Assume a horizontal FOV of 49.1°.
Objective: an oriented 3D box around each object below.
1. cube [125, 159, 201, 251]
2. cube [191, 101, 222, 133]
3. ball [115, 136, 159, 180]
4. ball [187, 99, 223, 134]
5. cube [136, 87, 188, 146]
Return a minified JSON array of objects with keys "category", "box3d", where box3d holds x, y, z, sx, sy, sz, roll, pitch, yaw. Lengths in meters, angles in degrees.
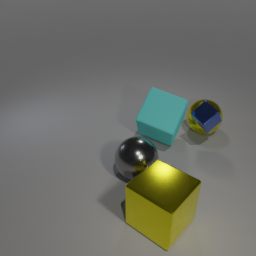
[{"category":"cube","box3d":[0.892,1.948,7.340,1.400,1.400,1.400,24,39,33]},{"category":"cube","box3d":[2.788,-0.390,9.939,0.700,0.700,0.700,-41,53,3]},{"category":"ball","box3d":[0.277,0.965,8.904,1.400,1.400,1.400,0,32,0]},{"category":"ball","box3d":[3.055,-0.447,11.188,1.400,1.400,1.400,0,32,0]},{"category":"cube","box3d":[1.238,-0.391,10.268,1.400,1.400,1.400,23,74,14]}]
